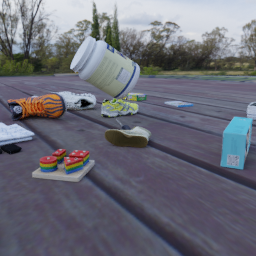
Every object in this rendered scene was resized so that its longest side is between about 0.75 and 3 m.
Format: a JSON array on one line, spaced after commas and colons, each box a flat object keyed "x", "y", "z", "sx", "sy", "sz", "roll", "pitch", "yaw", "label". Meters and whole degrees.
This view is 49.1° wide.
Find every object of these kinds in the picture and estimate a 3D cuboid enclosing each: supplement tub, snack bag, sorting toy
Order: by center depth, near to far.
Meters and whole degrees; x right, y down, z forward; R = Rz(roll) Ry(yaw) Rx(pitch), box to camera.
[{"x": -1.273, "y": 0.707, "z": 5.657, "sx": 0.951, "sy": 0.331, "sz": 0.945, "roll": 3, "pitch": 14, "yaw": 12, "label": "sorting toy"}, {"x": -4.329, "y": 0.182, "z": 8.026, "sx": 2.411, "sy": 0.274, "sz": 2.557, "roll": -12, "pitch": 17, "yaw": -39, "label": "snack bag"}, {"x": -0.808, "y": -2.121, "z": 10.010, "sx": 2.108, "sy": 1.528, "sz": 1.528, "roll": 29, "pitch": 1, "yaw": -25, "label": "supplement tub"}]

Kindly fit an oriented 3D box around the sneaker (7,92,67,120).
[{"x": -3.575, "y": -0.707, "z": 10.645, "sx": 2.676, "sy": 1.038, "sz": 1.499, "roll": -2, "pitch": 13, "yaw": 41, "label": "sneaker"}]

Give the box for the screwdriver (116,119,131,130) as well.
[{"x": -0.168, "y": -0.074, "z": 9.217, "sx": 0.264, "sy": 0.253, "sz": 1.811, "roll": 29, "pitch": 5, "yaw": -16, "label": "screwdriver"}]

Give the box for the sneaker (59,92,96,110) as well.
[{"x": -2.573, "y": -1.200, "z": 12.940, "sx": 2.210, "sy": 0.830, "sz": 0.896, "roll": -3, "pitch": 22, "yaw": -8, "label": "sneaker"}]

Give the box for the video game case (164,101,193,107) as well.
[{"x": 2.597, "y": -1.230, "z": 14.379, "sx": 0.915, "sy": 0.114, "sz": 1.279, "roll": -5, "pitch": 14, "yaw": -24, "label": "video game case"}]

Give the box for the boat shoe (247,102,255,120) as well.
[{"x": 5.167, "y": -0.757, "z": 11.316, "sx": 0.647, "sy": 0.588, "sz": 1.760, "roll": 5, "pitch": 14, "yaw": 21, "label": "boat shoe"}]

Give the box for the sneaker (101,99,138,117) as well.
[{"x": -0.262, "y": -0.905, "z": 11.647, "sx": 0.723, "sy": 0.732, "sz": 1.917, "roll": 10, "pitch": 15, "yaw": 43, "label": "sneaker"}]

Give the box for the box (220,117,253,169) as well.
[{"x": 2.566, "y": 0.277, "z": 6.525, "sx": 0.461, "sy": 0.773, "sz": 1.878, "roll": 7, "pitch": 15, "yaw": 26, "label": "box"}]

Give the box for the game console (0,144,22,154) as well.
[{"x": -3.097, "y": 0.562, "z": 6.766, "sx": 0.543, "sy": 0.111, "sz": 0.921, "roll": 12, "pitch": 19, "yaw": 43, "label": "game console"}]

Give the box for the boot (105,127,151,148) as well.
[{"x": 0.021, "y": 0.196, "z": 7.650, "sx": 1.170, "sy": 0.422, "sz": 0.905, "roll": 8, "pitch": 15, "yaw": 11, "label": "boot"}]

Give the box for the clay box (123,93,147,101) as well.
[{"x": 0.285, "y": -1.860, "z": 16.514, "sx": 0.852, "sy": 0.353, "sz": 1.483, "roll": -11, "pitch": 18, "yaw": -42, "label": "clay box"}]
